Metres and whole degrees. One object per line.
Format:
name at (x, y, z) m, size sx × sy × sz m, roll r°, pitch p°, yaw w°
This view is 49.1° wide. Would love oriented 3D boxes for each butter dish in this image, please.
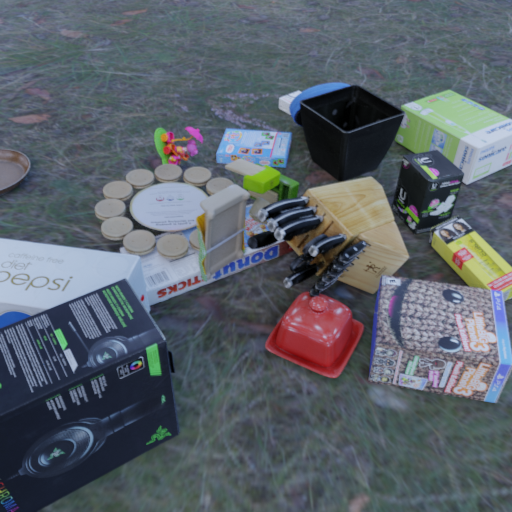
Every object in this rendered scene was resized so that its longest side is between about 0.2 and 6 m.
butter dish at (0.985, 1.078, 9.135) m, size 1.350 × 1.001 × 1.354 m, roll 20°, pitch 45°, yaw 22°

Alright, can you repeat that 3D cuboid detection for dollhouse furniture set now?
dollhouse furniture set at (-0.441, -0.901, 10.460) m, size 1.125 × 1.457 × 2.914 m, roll 26°, pitch 40°, yaw 27°

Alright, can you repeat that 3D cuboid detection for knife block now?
knife block at (1.140, -0.639, 10.030) m, size 2.925 × 1.066 × 3.332 m, roll 23°, pitch 36°, yaw -21°

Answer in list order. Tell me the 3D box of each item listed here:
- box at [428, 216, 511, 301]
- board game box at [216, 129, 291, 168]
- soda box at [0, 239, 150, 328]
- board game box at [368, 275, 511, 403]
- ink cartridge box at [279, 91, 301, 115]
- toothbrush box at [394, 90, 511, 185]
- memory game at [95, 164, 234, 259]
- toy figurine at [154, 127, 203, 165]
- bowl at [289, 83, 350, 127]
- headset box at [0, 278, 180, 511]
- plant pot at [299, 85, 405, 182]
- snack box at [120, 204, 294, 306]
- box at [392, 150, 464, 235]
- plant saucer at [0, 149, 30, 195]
box at (4.064, 0.083, 10.467) m, size 0.693 × 0.461 × 1.841 m, roll -24°, pitch 52°, yaw -9°
board game box at (-0.032, -2.698, 13.937) m, size 1.695 × 0.310 × 1.282 m, roll 6°, pitch 42°, yaw 7°
soda box at (-4.063, 0.674, 9.325) m, size 4.260 × 1.356 × 1.451 m, roll 7°, pitch 42°, yaw 8°
board game box at (2.871, 1.277, 8.939) m, size 1.956 × 0.947 × 1.560 m, roll 7°, pitch 42°, yaw 9°
ink cartridge box at (1.096, -4.305, 15.755) m, size 0.765 × 0.321 × 0.557 m, roll -29°, pitch 49°, yaw -29°
toothbrush box at (4.920, -2.970, 13.687) m, size 1.763 × 1.042 × 2.422 m, roll -24°, pitch 46°, yaw -25°
memory game at (-1.694, -0.960, 11.241) m, size 3.018 × 0.192 × 3.018 m, roll 3°, pitch 42°, yaw -3°
toy figurine at (-1.681, -2.514, 12.811) m, size 0.981 × 1.066 × 0.800 m, roll -11°, pitch -3°, yaw 20°
bowl at (1.730, -3.772, 14.248) m, size 1.763 × 1.763 × 0.346 m, roll -7°, pitch 76°, yaw -8°
headset box at (-2.348, 1.847, 7.237) m, size 2.687 × 2.339 × 1.246 m, roll -23°, pitch 49°, yaw -24°
plant pot at (2.140, -2.785, 13.107) m, size 1.750 × 1.552 × 1.745 m, roll -22°, pitch 46°, yaw -24°
snack box at (-0.660, -0.221, 11.008) m, size 3.722 × 0.452 × 1.338 m, roll -20°, pitch 47°, yaw -22°
box at (3.506, -1.323, 11.568) m, size 0.848 × 1.364 × 1.013 m, roll -12°, pitch 43°, yaw -15°
plant saucer at (-6.239, -1.866, 13.002) m, size 1.965 × 0.315 × 1.965 m, roll 0°, pitch 42°, yaw 0°
